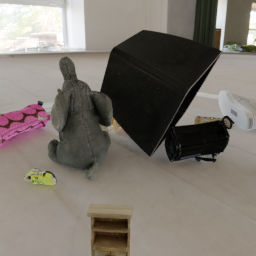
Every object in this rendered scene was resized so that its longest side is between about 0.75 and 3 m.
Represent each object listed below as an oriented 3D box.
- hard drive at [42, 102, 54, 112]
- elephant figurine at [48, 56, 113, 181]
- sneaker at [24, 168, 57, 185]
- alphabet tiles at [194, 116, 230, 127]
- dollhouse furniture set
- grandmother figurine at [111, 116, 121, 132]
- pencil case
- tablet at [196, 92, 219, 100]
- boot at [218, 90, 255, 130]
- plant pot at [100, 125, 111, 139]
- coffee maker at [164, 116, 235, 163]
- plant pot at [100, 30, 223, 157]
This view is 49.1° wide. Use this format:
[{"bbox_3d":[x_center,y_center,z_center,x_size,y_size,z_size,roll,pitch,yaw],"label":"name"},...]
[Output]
[{"bbox_3d":[-3.573,-1.041,13.339,1.471,0.196,0.970,-13,24,-34],"label":"hard drive"},{"bbox_3d":[-1.395,-0.414,7.689,2.186,2.817,1.994,9,22,24],"label":"elephant figurine"},{"bbox_3d":[-2.119,1.251,6.816,0.964,0.363,0.368,1,24,35],"label":"sneaker"},{"bbox_3d":[3.343,-0.175,11.139,1.376,0.062,1.646,6,21,15],"label":"alphabet tiles"},{"bbox_3d":[-0.320,1.924,3.842,1.351,1.024,1.542,1,20,4],"label":"dollhouse furniture set"},{"bbox_3d":[0.421,-0.359,10.879,2.258,0.684,1.369,-6,48,-24],"label":"grandmother figurine"},{"bbox_3d":[-3.824,-0.125,9.582,1.141,1.105,2.435,17,27,21],"label":"pencil case"},{"bbox_3d":[4.428,-1.799,15.605,1.426,0.097,0.928,15,25,36],"label":"tablet"},{"bbox_3d":[4.801,-0.782,11.361,1.350,1.039,2.826,-6,31,-6],"label":"boot"},{"bbox_3d":[-1.254,-0.233,9.568,1.337,1.224,1.337,0,20,0],"label":"plant pot"},{"bbox_3d":[1.903,0.266,7.844,1.529,1.468,1.030,-8,37,-16],"label":"coffee maker"},{"bbox_3d":[0.734,-1.314,8.354,2.415,2.722,2.715,34,47,12],"label":"plant pot"}]
